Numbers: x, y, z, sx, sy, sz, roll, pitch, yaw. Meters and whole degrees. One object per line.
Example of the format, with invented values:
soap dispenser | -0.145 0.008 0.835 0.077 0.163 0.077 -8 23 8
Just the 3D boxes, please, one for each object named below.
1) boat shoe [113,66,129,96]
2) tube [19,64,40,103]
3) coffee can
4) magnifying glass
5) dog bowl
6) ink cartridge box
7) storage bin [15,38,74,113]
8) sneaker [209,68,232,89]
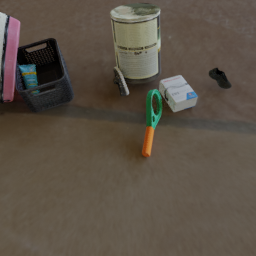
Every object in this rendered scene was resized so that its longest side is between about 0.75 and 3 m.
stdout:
boat shoe | -0.301 -1.479 8.995 0.332 0.350 1.002 -22 89 -12
tube | -3.058 -1.431 8.827 0.509 0.331 1.313 -9 70 -29
coffee can | 0.295 -2.696 8.966 1.518 2.074 1.518 -4 39 3
magnifying glass | 0.684 -0.181 8.036 0.236 0.837 2.104 -2 59 28
dog bowl | -3.838 -2.030 8.268 1.062 2.880 2.880 5 48 -23
ink cartridge box | 1.569 -1.104 8.893 0.786 0.454 1.084 -17 53 -14
storage bin | -2.687 -1.710 8.911 1.458 1.011 2.157 -18 55 -4
sneaker | 3.054 -1.618 9.133 0.884 0.401 0.336 37 67 -6
